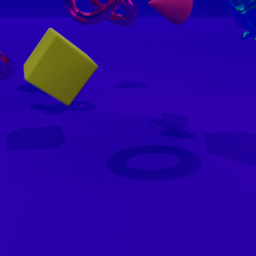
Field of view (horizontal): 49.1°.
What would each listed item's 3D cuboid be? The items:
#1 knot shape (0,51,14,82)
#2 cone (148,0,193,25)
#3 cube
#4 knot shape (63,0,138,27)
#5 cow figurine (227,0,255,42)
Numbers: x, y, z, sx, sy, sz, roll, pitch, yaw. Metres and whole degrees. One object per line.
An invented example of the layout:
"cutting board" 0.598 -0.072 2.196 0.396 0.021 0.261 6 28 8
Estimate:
"knot shape" -3.425 -1.648 6.068 1.691 1.582 0.781 -8 31 -20
"cone" 1.206 -4.199 9.472 1.375 1.369 1.369 -15 28 -33
"cube" -1.415 -1.270 5.779 1.020 1.020 1.020 33 11 -32
"knot shape" -0.532 -3.393 6.903 1.939 1.815 0.896 11 50 -23
"cow figurine" 2.603 -2.383 5.898 0.828 1.485 1.509 -22 -12 21
